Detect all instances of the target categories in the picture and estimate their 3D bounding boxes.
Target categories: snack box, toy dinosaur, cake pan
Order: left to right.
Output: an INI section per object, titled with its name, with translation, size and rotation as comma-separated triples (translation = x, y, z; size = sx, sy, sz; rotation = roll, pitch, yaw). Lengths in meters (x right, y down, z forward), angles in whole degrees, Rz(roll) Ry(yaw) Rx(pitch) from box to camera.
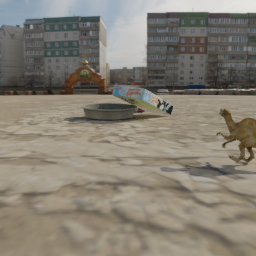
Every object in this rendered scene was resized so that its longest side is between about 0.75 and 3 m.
[cake pan]
translation = -0.792, -0.721, 11.801
size = 2.365, 0.434, 2.365
rotation = 1, 11, 0
[snack box]
translation = 0.715, -1.166, 12.037
size = 1.531, 0.489, 2.635
rotation = 13, -3, 35
[toy dinosaur]
translation = 2.010, 0.221, 4.634
size = 1.469, 0.743, 0.427
rotation = 36, 28, 29

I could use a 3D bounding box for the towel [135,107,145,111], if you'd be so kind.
[towel]
translation = -0.135, -1.084, 15.178
size = 2.359, 0.268, 1.699
rotation = -1, 8, 9
